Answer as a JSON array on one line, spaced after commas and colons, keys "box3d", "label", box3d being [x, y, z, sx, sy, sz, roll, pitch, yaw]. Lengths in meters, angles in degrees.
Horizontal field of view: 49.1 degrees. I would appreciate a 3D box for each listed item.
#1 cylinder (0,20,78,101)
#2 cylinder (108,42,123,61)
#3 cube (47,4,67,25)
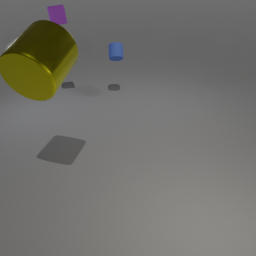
[{"box3d": [-2.096, -1.612, 6.731, 1.400, 1.400, 1.400, 9, 50, 15], "label": "cylinder"}, {"box3d": [-0.582, -3.684, 13.539, 0.700, 0.700, 0.700, -3, -5, 0], "label": "cylinder"}, {"box3d": [-3.087, -4.925, 12.203, 0.700, 0.700, 0.700, -13, 32, -10], "label": "cube"}]
